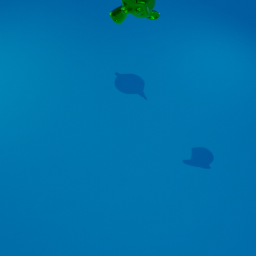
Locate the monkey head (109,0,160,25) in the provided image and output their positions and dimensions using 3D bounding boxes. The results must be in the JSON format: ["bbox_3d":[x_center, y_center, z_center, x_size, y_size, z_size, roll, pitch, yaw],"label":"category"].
[{"bbox_3d":[0.065,-2.176,4.834,1.092,0.786,0.658,44,39,-23],"label":"monkey head"}]
